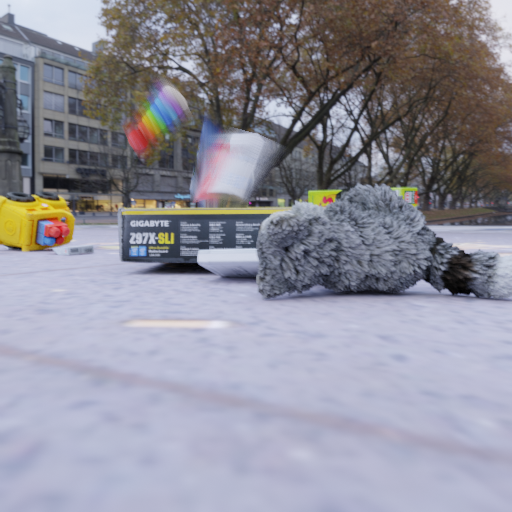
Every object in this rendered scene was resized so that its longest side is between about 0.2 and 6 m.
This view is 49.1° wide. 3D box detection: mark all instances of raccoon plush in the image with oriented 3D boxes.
[{"bbox_3d":[1.098,-0.060,5.140,2.329,1.127,1.560,3,13,36],"label":"raccoon plush"}]

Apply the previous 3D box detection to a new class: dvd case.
[{"bbox_3d":[-0.954,-1.832,12.150,0.156,1.781,1.271,-9,41,-35],"label":"dvd case"}]

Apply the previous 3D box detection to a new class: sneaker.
[{"bbox_3d":[-0.572,-1.406,13.359,1.010,2.543,0.997,4,45,24],"label":"sneaker"}]

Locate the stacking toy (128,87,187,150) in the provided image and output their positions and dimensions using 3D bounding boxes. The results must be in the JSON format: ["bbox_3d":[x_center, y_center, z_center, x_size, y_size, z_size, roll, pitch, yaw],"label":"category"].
[{"bbox_3d":[-1.862,-2.481,10.339,0.549,1.287,0.549,38,-8,6],"label":"stacking toy"}]

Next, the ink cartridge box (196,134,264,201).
[{"bbox_3d":[-0.445,-1.319,8.313,0.905,1.027,0.230,6,-22,37],"label":"ink cartridge box"}]

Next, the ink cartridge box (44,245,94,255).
[{"bbox_3d":[-3.853,-0.097,11.512,0.800,0.200,0.648,-6,1,34],"label":"ink cartridge box"}]

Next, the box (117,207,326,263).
[{"bbox_3d":[-0.052,-0.275,8.496,3.320,0.819,2.651,0,-1,6],"label":"box"}]

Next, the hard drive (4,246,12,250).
[{"bbox_3d":[-5.523,-0.265,13.621,1.041,0.137,0.687,-2,8,-31],"label":"hard drive"}]

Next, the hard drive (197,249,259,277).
[{"bbox_3d":[0.133,0.093,6.641,1.418,0.189,0.935,0,-12,15],"label":"hard drive"}]

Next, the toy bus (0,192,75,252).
[{"bbox_3d":[-4.794,-0.703,12.831,1.740,1.230,1.813,19,17,27],"label":"toy bus"}]

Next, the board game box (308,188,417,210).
[{"bbox_3d":[2.517,-0.899,13.644,0.669,1.427,2.810,-6,7,-42],"label":"board game box"}]
